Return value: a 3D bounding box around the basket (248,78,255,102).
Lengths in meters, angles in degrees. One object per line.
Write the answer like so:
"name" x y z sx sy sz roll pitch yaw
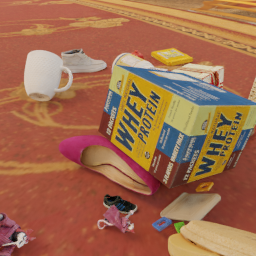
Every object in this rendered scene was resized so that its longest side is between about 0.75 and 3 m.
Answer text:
"basket" 5.797 -1.094 9.796 2.218 1.800 2.238 -18 39 -27

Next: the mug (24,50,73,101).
"mug" -3.166 -1.979 11.166 1.906 1.407 1.671 3 73 2

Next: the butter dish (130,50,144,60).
"butter dish" 0.445 -3.850 14.987 0.854 0.632 0.852 -17 37 -24

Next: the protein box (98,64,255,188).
"protein box" 1.335 -0.254 7.593 2.937 1.982 2.916 -5 29 -42

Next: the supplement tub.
"supplement tub" 0.313 -2.365 12.090 1.342 1.342 1.855 -22 40 -30

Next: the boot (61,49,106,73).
"boot" -2.173 -3.374 13.873 2.215 1.059 0.815 -10 35 -15

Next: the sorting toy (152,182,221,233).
"sorting toy" 1.454 1.853 6.443 1.968 0.268 1.108 -29 9 -34

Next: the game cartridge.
"game cartridge" 2.402 -3.925 15.413 1.586 0.292 1.799 -16 36 -23

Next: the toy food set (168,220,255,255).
"toy food set" 2.083 2.182 4.768 2.475 0.608 2.500 8 -11 32

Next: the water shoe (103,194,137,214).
"water shoe" -0.194 1.808 6.700 0.840 0.331 0.300 7 34 11

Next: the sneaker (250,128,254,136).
"sneaker" 2.912 -0.276 9.279 2.547 0.962 0.897 6 34 10

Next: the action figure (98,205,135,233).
"action figure" -0.197 2.063 6.122 0.616 0.554 0.828 -29 41 -35

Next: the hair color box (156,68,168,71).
"hair color box" 1.404 -2.420 13.075 0.627 0.361 1.130 12 37 18

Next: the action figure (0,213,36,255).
"action figure" -2.771 2.295 5.772 1.679 1.124 1.250 2 -5 -12

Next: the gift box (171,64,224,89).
"gift box" 2.498 -1.314 10.314 1.721 1.701 1.843 19 41 40

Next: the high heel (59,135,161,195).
"high heel" -0.583 0.926 7.285 2.944 0.992 1.415 9 20 8
